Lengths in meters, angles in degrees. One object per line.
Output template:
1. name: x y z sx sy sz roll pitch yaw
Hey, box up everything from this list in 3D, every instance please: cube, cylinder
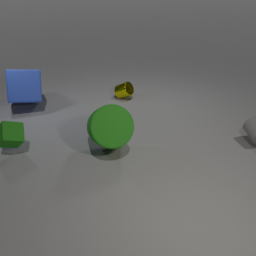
1. cube: -4.645 -1.837 12.539 1.400 1.400 1.400 -4 6 -20
2. cylinder: 4.483 0.068 9.731 0.700 0.700 0.700 -7 48 -12
3. cylinder: -0.628 -0.047 9.367 1.400 1.400 1.400 -7 2 -12
4. cube: -3.952 0.230 9.403 0.700 0.700 0.700 5 64 -40
5. cylinder: -0.188 -1.862 13.787 0.700 0.700 0.700 -12 17 39
